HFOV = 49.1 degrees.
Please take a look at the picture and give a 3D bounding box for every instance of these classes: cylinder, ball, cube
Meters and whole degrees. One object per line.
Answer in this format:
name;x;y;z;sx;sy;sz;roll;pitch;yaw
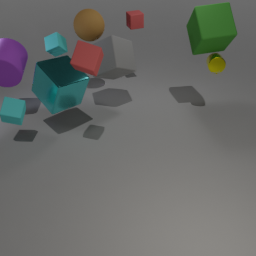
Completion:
cylinder;3.669;-2.712;11.707;0.700;0.700;0.700;4;30;6
ball;-1.757;-4.638;12.657;1.400;1.400;1.400;0;32;0
cylinder;-4.815;-2.584;11.116;1.400;1.400;1.400;-2;50;-3
cube;3.302;-3.943;11.238;1.400;1.400;1.400;-9;-10;-4
cube;-4.053;-0.590;9.897;0.700;0.700;0.700;11;66;-14
cube;-3.221;-3.729;12.546;0.700;0.700;0.700;-16;-14;20
cube;0.343;-5.350;13.845;0.700;0.700;0.700;-13;40;-13
cube;-0.662;-3.004;12.174;1.400;1.400;1.400;-12;-4;37
cube;-2.526;-1.624;10.412;1.400;1.400;1.400;46;46;17
cube;-1.157;-1.980;8.014;0.700;0.700;0.700;19;-1;1
